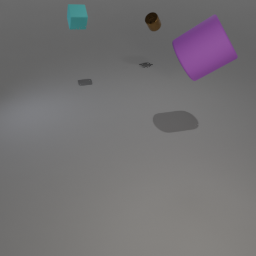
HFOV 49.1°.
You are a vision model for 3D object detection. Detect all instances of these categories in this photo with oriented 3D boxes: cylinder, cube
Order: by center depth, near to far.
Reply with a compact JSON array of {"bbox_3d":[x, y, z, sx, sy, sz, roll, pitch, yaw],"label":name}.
[{"bbox_3d":[2.245,-2.318,8.225,1.400,1.400,1.400,-28,24,25],"label":"cylinder"},{"bbox_3d":[-2.093,-4.564,11.530,0.700,0.700,0.700,-7,67,-19],"label":"cube"},{"bbox_3d":[1.311,-5.522,14.585,0.700,0.700,0.700,17,-6,24],"label":"cylinder"}]
